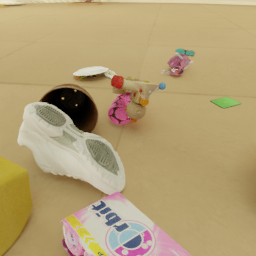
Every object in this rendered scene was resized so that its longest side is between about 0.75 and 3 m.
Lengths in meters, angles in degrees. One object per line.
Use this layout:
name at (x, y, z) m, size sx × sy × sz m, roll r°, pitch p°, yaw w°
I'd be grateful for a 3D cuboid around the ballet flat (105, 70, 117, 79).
ballet flat at (-0.717, -2.373, 12.329) m, size 0.359 × 0.359 × 1.001 m, roll -16°, pitch 33°, yaw -26°

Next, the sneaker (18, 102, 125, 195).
sneaker at (-1.283, 0.648, 6.238) m, size 2.691 × 1.337 × 1.049 m, roll 39°, pitch 29°, yaw 4°

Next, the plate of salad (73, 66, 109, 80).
plate of salad at (-1.625, -2.425, 12.374) m, size 1.572 × 0.378 × 1.572 m, roll -6°, pitch 22°, yaw 2°

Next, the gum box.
gum box at (-0.077, 1.941, 4.380) m, size 1.169 × 0.681 × 2.059 m, roll -18°, pitch 34°, yaw -36°

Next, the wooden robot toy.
wooden robot toy at (0.071, -0.816, 7.975) m, size 1.212 × 1.249 × 2.752 m, roll 5°, pitch 11°, yaw -18°

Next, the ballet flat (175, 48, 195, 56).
ballet flat at (3.140, -4.161, 15.459) m, size 1.093 × 0.378 × 0.389 m, roll 7°, pitch 12°, yaw 2°

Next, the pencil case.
pencil case at (-0.035, -0.788, 9.151) m, size 0.844 × 0.817 × 1.801 m, roll 13°, pitch 34°, yaw 8°

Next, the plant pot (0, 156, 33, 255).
plant pot at (-2.596, 1.307, 4.861) m, size 1.546 × 1.556 × 1.592 m, roll 18°, pitch 28°, yaw 28°

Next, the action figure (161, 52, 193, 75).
action figure at (2.270, -2.724, 12.725) m, size 1.214 × 1.092 × 1.630 m, roll 33°, pitch 34°, yaw -18°

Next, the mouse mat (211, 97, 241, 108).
mouse mat at (3.531, -0.927, 10.116) m, size 0.893 × 0.034 × 0.718 m, roll -13°, pitch 32°, yaw -23°

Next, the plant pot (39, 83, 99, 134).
plant pot at (-1.700, -0.648, 8.220) m, size 1.639 × 1.639 × 1.754 m, roll -3°, pitch 23°, yaw -5°
